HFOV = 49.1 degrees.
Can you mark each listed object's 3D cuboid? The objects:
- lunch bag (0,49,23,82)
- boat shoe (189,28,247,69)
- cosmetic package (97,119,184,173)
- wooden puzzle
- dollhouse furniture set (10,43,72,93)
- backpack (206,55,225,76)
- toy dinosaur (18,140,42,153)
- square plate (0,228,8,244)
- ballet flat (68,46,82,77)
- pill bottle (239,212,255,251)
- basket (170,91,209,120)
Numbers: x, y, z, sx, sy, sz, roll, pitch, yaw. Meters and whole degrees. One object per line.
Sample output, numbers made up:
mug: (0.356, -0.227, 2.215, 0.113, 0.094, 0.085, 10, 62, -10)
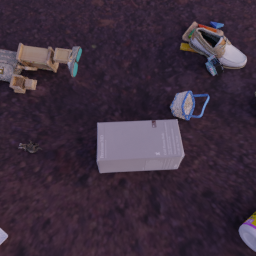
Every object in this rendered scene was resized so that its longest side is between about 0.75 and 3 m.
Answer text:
lunch bag: (-5.374, -2.695, 12.342, 1.132, 0.811, 1.380, 11, 65, 3)
boat shoe: (4.115, -3.611, 12.705, 2.771, 0.948, 1.035, 28, 70, 11)
cosmetic package: (0.343, 0.646, 9.902, 2.886, 1.302, 1.542, -3, 60, -5)
wooden puzzle: (3.712, -4.597, 13.860, 1.774, 0.308, 2.630, 22, 59, 13)
dollhouse furniture set: (-3.574, -2.334, 12.156, 2.295, 1.276, 2.029, 9, 82, 5)
backpack: (3.818, -2.789, 12.421, 0.635, 0.749, 0.844, -26, 49, 18)
toy dinosaur: (-3.579, 0.741, 10.442, 0.874, 0.336, 0.447, 22, 71, 7)
square plate: (-4.604, 3.496, 8.682, 1.278, 0.184, 1.290, 32, 63, 18)
ballet flat: (-1.790, -2.167, 9.158, 0.345, 0.365, 1.082, 9, 76, 9)
pill bottle: (4.383, 2.886, 8.610, 1.864, 0.972, 0.972, -32, 63, -20)
basket: (2.431, -0.905, 11.018, 1.310, 0.911, 1.155, 5, 51, 40)
